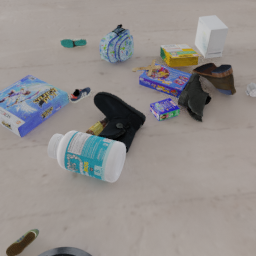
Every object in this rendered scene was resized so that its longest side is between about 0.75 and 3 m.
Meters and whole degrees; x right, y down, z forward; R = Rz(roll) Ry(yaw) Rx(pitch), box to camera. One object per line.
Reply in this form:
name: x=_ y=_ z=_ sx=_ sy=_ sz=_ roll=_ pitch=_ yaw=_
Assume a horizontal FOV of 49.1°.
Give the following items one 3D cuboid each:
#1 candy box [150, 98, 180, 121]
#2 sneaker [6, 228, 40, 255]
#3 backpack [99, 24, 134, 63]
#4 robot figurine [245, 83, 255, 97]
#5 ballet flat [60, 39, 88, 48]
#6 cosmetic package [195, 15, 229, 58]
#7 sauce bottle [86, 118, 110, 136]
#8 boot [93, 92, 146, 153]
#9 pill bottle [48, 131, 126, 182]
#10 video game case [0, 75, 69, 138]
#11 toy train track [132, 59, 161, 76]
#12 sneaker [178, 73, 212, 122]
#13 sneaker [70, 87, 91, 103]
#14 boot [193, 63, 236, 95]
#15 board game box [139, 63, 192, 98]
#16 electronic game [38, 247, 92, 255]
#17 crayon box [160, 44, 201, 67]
candy box: x=1.574 y=-0.801 z=11.998 sx=1.012 sy=0.390 sz=0.856 roll=-18 pitch=46 yaw=-16
sneaker: x=-2.917 y=3.210 z=7.914 sx=1.033 sy=0.464 sz=0.346 roll=-39 pitch=87 yaw=6
backpack: x=-0.564 y=-4.243 z=14.616 sx=1.281 sy=1.595 sz=1.743 roll=34 pitch=58 yaw=29
robot figurine: x=5.777 y=-1.755 z=12.912 sx=0.669 sy=0.446 sz=0.789 roll=-30 pitch=38 yaw=26
ballet flat: x=-3.091 y=-4.853 z=16.089 sx=1.555 sy=0.558 sz=0.558 roll=-1 pitch=45 yaw=-5
cosmetic package: x=4.504 y=-4.993 z=15.304 sx=1.019 sy=1.658 sz=1.653 roll=-8 pitch=45 yaw=-8
sauce bottle: x=-1.172 y=-0.034 z=11.216 sx=0.416 sy=0.416 sz=1.260 roll=23 pitch=39 yaw=21
boot: x=-0.687 y=-0.237 z=10.877 sx=2.425 sy=0.926 sz=2.038 roll=30 pitch=48 yaw=7
pill bottle: x=-1.425 y=0.898 z=9.592 sx=2.500 sy=1.385 sz=1.385 roll=13 pitch=46 yaw=13
video game case: x=-4.416 y=-1.089 z=12.122 sx=2.497 sy=0.626 sz=2.755 roll=27 pitch=51 yaw=24
toy train track: x=0.916 y=-2.840 z=13.608 sx=1.627 sy=0.265 sz=0.933 roll=4 pitch=67 yaw=37
sneaker: x=3.099 y=-1.430 z=12.419 sx=1.326 sy=0.764 sz=2.543 roll=21 pitch=53 yaw=20
sneaker: x=-2.136 y=-1.626 z=12.744 sx=0.451 sy=0.509 sz=1.204 roll=26 pitch=50 yaw=24
boot: x=4.041 y=-2.299 z=13.272 sx=1.002 sy=1.300 sz=2.683 roll=-31 pitch=22 yaw=-7
board game box: x=1.827 y=-2.322 z=13.450 sx=2.176 sy=0.487 sz=1.463 roll=23 pitch=49 yaw=21
electronic game: x=-1.670 y=4.227 z=6.835 sx=2.526 sy=0.526 sz=2.526 roll=1 pitch=51 yaw=-1
crayon box: x=2.640 y=-3.707 z=14.408 sx=1.486 sy=0.610 sz=2.363 roll=-5 pitch=30 yaw=-5
